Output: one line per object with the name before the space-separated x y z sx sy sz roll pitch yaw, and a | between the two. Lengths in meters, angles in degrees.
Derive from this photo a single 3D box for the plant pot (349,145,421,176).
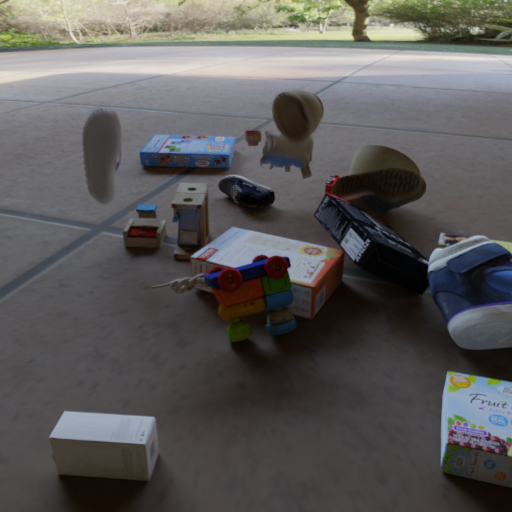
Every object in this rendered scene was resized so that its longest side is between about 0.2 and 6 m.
plant pot | 2.887 -1.638 13.248 1.686 1.686 1.132 16 67 29

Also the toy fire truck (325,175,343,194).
toy fire truck | 2.279 -1.759 14.597 0.924 0.319 1.310 10 28 17

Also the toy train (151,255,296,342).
toy train | -0.426 0.787 8.713 2.161 1.251 0.915 -15 5 -16

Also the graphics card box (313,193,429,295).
graphics card box | 2.210 -0.290 10.710 1.543 0.625 2.459 22 17 -24

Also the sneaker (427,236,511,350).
sneaker | 4.270 0.354 9.008 2.908 1.172 2.130 -5 47 3

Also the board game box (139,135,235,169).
board game box | -2.049 -3.259 17.340 2.664 0.487 2.015 2 27 3

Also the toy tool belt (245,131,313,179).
toy tool belt | 0.550 -2.519 13.943 1.771 1.088 1.106 7 14 12

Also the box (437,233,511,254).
box | 4.475 -0.058 11.162 1.648 0.413 0.620 10 29 17

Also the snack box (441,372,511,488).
snack box | 3.074 2.118 6.748 1.577 0.534 1.330 9 30 15

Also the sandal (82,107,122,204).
sandal | -3.050 -2.075 11.352 0.925 2.272 0.558 35 44 11

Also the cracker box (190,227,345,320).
cracker box | 0.222 0.246 10.244 2.398 0.692 1.606 14 29 23

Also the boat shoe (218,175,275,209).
boat shoe | -0.399 -1.590 13.915 1.637 0.611 0.759 16 24 27

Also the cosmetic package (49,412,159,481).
cosmetic package | -1.748 2.210 6.515 1.114 0.599 0.472 4 28 5

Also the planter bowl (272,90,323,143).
planter bowl | 1.042 -3.289 12.830 0.782 1.161 1.161 -33 41 -31

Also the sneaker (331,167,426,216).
sneaker | 2.743 -1.298 11.876 2.221 0.745 0.997 4 -20 47

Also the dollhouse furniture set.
dollhouse furniture set | -1.904 -0.741 11.595 1.742 1.228 1.221 2 27 1
